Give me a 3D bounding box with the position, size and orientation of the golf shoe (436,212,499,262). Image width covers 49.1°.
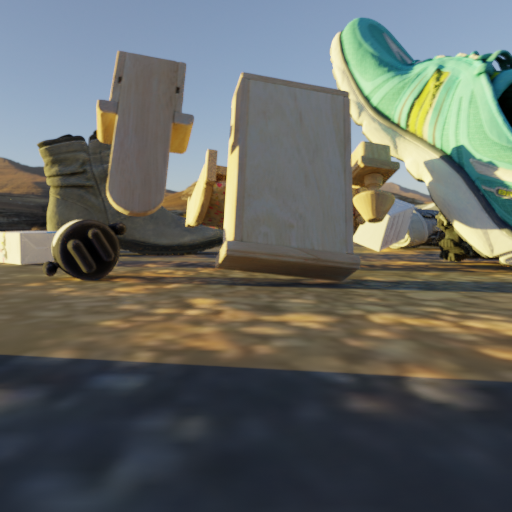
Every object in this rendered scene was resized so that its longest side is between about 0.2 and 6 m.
[{"bbox_3d":[3.178,-0.331,6.141,1.151,0.947,2.436,0,5,-26],"label":"golf shoe"}]

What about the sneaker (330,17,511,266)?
[{"bbox_3d":[2.075,-1.478,5.660,1.326,1.362,3.421,-13,54,-36],"label":"sneaker"}]

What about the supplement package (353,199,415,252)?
[{"bbox_3d":[2.273,-0.621,10.201,0.700,0.702,1.197,26,27,30],"label":"supplement package"}]

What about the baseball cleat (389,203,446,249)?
[{"bbox_3d":[3.810,-0.554,11.006,3.345,1.166,1.780,-9,4,37],"label":"baseball cleat"}]

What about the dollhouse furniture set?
[{"bbox_3d":[-0.228,-0.191,5.659,2.719,1.557,3.189,7,-21,-13],"label":"dollhouse furniture set"}]

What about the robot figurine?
[{"bbox_3d":[-1.459,-0.061,4.757,0.626,0.520,0.833,8,-1,-25],"label":"robot figurine"}]

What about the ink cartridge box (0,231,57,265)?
[{"bbox_3d":[-2.864,-0.115,7.047,0.662,0.390,1.150,-4,5,-43],"label":"ink cartridge box"}]

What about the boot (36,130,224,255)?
[{"bbox_3d":[-1.878,-1.008,8.894,2.988,1.952,1.012,-1,7,-18],"label":"boot"}]
